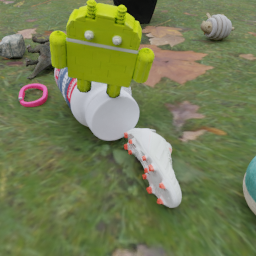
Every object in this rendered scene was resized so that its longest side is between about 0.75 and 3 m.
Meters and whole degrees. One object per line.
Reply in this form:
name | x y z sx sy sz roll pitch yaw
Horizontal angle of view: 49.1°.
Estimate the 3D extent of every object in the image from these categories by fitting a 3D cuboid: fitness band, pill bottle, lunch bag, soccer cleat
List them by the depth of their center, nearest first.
soccer cleat | 0.649 0.672 5.958 0.905 0.809 2.334 -10 35 -17
pill bottle | -0.844 -0.951 7.389 1.630 1.630 2.726 -16 40 -20
fitness band | -2.924 -1.036 8.685 0.824 0.215 1.147 -6 38 -9
lunch bag | -4.677 -3.267 11.196 0.919 0.764 1.096 -2 37 -6

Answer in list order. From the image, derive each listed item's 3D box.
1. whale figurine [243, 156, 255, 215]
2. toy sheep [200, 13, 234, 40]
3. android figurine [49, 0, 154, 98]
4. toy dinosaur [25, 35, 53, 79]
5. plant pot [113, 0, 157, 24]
whale figurine | 3.401 1.106 4.910 2.492 1.293 1.983 16 40 20
toy sheep | 4.057 -4.548 12.624 1.745 1.203 1.203 -7 37 -16
android figurine | -0.475 -1.381 5.207 1.914 2.103 0.432 11 56 -6
toy dinosaur | -2.900 -2.761 10.285 1.443 1.086 2.822 3 34 14
plant pot | 0.302 -6.828 14.801 2.436 2.161 2.430 -5 38 -5
